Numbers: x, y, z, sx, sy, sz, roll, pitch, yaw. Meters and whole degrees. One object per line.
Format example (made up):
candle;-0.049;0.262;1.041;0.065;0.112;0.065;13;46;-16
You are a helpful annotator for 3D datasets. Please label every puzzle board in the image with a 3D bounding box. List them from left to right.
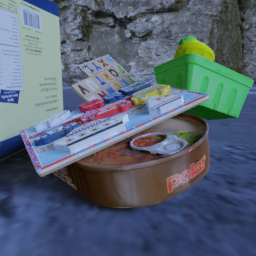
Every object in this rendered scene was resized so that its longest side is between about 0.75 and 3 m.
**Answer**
puzzle board;-0.272;-0.168;3.453;2.010;0.175;1.515;-25;22;-19

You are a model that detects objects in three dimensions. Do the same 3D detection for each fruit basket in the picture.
fruit basket;1.629;-1.278;6.297;2.095;2.095;1.511;-6;0;-31

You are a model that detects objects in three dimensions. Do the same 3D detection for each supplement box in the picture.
supplement box;-2.571;-1.052;5.040;1.833;2.728;2.731;2;11;11

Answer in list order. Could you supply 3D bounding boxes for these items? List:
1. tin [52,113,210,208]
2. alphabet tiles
tin;-0.223;0.190;3.631;1.547;0.579;2.763;-27;23;-30
alphabet tiles;-0.342;-0.976;7.100;2.008;0.091;2.402;43;34;1
